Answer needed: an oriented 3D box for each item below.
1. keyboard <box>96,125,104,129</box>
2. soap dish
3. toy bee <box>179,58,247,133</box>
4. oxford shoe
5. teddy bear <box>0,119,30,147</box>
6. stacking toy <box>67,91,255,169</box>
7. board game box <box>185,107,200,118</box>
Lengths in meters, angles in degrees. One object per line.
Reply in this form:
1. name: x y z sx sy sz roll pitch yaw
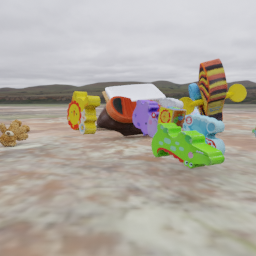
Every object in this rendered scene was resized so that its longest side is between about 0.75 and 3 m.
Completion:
1. keyboard: -0.557 -0.048 7.911 1.574 0.084 0.443 1 -11 3
2. soap dish: 0.184 -0.739 8.091 1.650 0.670 1.298 -6 30 -15
3. toy bee: 2.074 -0.568 6.735 1.543 1.281 2.357 -23 -21 22
4. oxford shoe: 0.242 -0.186 6.505 2.140 0.762 0.776 12 -40 -38
5. teddy bear: -2.183 0.064 5.398 0.255 0.553 0.763 -44 -4 26
6. stacking toy: 0.584 0.029 3.615 1.868 0.582 2.477 -2 16 -38
7. board game box: 2.577 -0.699 11.783 0.724 0.175 0.957 -1 45 -12
